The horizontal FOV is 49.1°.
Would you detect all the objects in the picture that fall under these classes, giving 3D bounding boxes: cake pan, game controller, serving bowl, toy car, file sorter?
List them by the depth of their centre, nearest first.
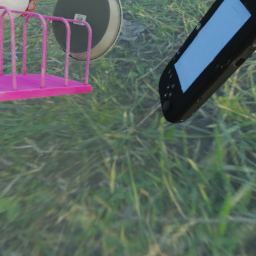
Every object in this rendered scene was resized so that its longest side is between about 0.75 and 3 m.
[{"bbox_3d":[1.155,-1.120,3.855,0.493,2.343,1.222,13,44,-29],"label":"game controller"},{"bbox_3d":[-2.054,-1.453,5.323,1.630,1.471,2.346,19,21,35],"label":"file sorter"},{"bbox_3d":[-2.651,-3.241,5.966,0.555,1.686,1.686,-11,37,18],"label":"serving bowl"},{"bbox_3d":[-0.969,-2.363,6.145,1.764,1.764,0.323,21,11,23],"label":"cake pan"},{"bbox_3d":[-2.569,-4.092,7.936,0.370,1.563,1.660,20,61,-31],"label":"toy car"}]

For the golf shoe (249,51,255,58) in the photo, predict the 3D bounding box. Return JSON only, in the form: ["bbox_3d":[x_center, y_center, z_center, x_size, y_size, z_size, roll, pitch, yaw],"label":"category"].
[{"bbox_3d":[2.030,-1.404,4.487,0.383,0.831,0.302,31,82,1],"label":"golf shoe"}]
